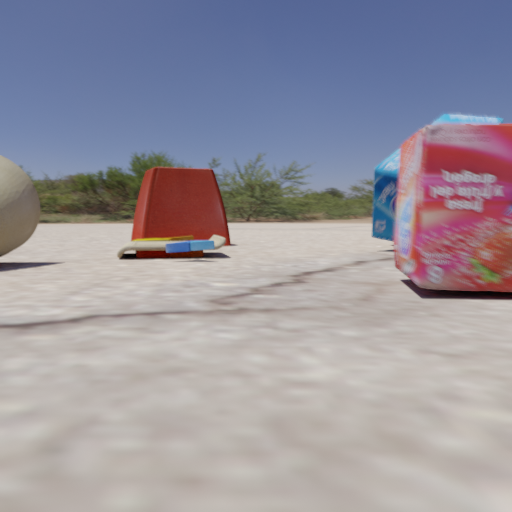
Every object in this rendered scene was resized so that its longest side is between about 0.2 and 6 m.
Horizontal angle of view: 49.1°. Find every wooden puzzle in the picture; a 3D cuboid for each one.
[{"bbox_3d":[-1.541,-0.132,10.141,1.979,0.343,2.933,-5,4,-3],"label":"wooden puzzle"}]

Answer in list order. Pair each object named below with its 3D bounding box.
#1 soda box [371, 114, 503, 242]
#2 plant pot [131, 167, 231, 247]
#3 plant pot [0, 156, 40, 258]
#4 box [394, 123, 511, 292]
[{"bbox_3d":[4.084,-1.811,12.275,1.451,1.534,4.523,14,33,31],"label":"soda box"},{"bbox_3d":[-1.908,-1.195,13.818,2.124,1.873,2.126,-1,4,-20],"label":"plant pot"},{"bbox_3d":[-4.028,-0.472,7.643,1.615,1.615,1.725,0,22,-4],"label":"plant pot"},{"bbox_3d":[3.019,-0.430,5.400,3.120,1.489,1.555,2,5,6],"label":"box"}]
